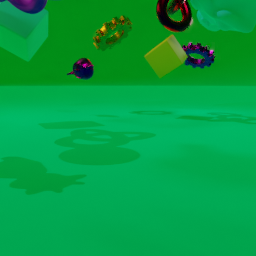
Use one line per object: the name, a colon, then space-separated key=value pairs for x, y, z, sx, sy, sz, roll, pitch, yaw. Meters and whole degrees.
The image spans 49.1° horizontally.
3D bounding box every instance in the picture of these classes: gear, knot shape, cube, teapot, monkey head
gear: x=2.421 y=-2.537 z=9.900 sx=1.242 sy=0.230 sz=1.242 roll=17 pitch=-16 yaw=5
knot shape: x=-1.962 y=-2.981 z=5.676 sx=1.907 sy=0.942 sz=2.038 roll=-4 pitch=10 yaw=-8
gear: x=-0.559 y=-3.468 z=10.336 sx=1.557 sy=0.288 sz=1.557 roll=-33 pitch=-7 yaw=-5
knot shape: x=1.434 y=-3.787 z=8.311 sx=0.925 sy=1.874 sz=2.003 roll=6 pitch=-3 yaw=21
cube: x=-2.844 y=-2.652 z=7.392 sx=1.065 sy=1.065 sz=1.065 roll=29 pitch=-24 yaw=-5
teapot: x=-1.573 y=-1.959 z=9.427 sx=1.211 sy=0.753 sz=0.593 roll=-7 pitch=15 yaw=41
cube: x=1.224 y=-2.268 z=8.906 sx=0.882 sy=0.882 sz=0.882 roll=-30 pitch=13 yaw=34
monkey head: x=1.496 y=-2.002 z=4.002 sx=1.919 sy=1.156 sz=1.380 roll=40 pitch=10 yaw=2
